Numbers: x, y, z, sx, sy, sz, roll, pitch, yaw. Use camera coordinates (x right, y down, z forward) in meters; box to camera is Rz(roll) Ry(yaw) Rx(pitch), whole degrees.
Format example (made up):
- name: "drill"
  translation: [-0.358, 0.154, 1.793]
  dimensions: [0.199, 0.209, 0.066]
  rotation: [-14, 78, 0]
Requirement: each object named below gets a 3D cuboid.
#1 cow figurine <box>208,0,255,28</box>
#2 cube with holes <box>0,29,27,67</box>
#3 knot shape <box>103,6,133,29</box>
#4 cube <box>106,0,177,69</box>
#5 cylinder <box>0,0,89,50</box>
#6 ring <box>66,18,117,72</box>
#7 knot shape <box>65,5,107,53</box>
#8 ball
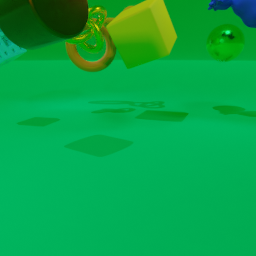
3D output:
- name: "cow figurine"
  translation: [3.196, -3.456, 7.972]
  dimensions: [1.542, 1.567, 0.860]
  rotation: [-26, -1, 13]
- name: "cube with holes"
  translation: [-3.520, -2.176, 7.561]
  dimensions: [0.871, 0.871, 0.871]
  rotation: [-20, 20, 29]
- name: "knot shape"
  translation: [0.109, -3.748, 10.094]
  dimensions: [1.721, 0.795, 1.611]
  rotation: [29, 55, 22]
- name: "cube"
  translation: [0.453, -2.778, 8.146]
  dimensions: [1.377, 1.377, 1.377]
  rotation: [-13, 31, 29]
- name: "cylinder"
  translation: [-1.504, -2.066, 4.915]
  dimensions: [1.179, 1.179, 1.179]
  rotation: [1, 12, 41]
- name: "ring"
  translation: [-1.440, -3.212, 10.961]
  dimensions: [2.039, 2.039, 0.408]
  rotation: [2, 19, 7]
- name: "knot shape"
  translation: [-1.339, -3.081, 8.979]
  dimensions: [1.650, 1.544, 0.762]
  rotation: [-19, 45, 0]
- name: "ball"
  translation: [3.311, -2.887, 9.545]
  dimensions: [1.249, 1.249, 1.249]
  rotation: [0, 15, 0]
